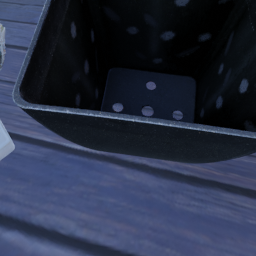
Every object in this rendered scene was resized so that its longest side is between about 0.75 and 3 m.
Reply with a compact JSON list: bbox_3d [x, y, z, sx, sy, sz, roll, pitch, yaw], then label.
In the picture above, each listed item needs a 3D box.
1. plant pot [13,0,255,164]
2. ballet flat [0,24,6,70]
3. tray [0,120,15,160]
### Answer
[{"bbox_3d":[0.347,-0.758,4.087,2.643,2.345,2.637,8,66,2],"label":"plant pot"},{"bbox_3d":[-1.635,-1.247,3.272,0.504,1.405,0.504,8,51,-10],"label":"ballet flat"},{"bbox_3d":[-2.269,-0.313,3.871,0.214,1.930,1.036,-15,20,21],"label":"tray"}]
